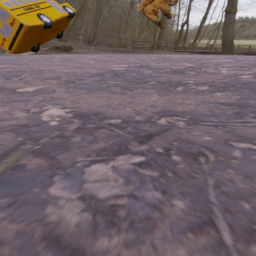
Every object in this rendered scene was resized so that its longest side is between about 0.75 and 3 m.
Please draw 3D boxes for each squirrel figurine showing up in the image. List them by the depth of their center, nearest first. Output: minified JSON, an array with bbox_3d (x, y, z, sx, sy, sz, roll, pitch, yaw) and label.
[{"bbox_3d":[1.046,-4.205,9.453,1.260,1.176,0.892,46,19,24],"label":"squirrel figurine"}]

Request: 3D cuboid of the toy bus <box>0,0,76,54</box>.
[{"bbox_3d":[-1.877,-2.210,5.771,0.861,0.716,2.200,37,32,-9],"label":"toy bus"}]
